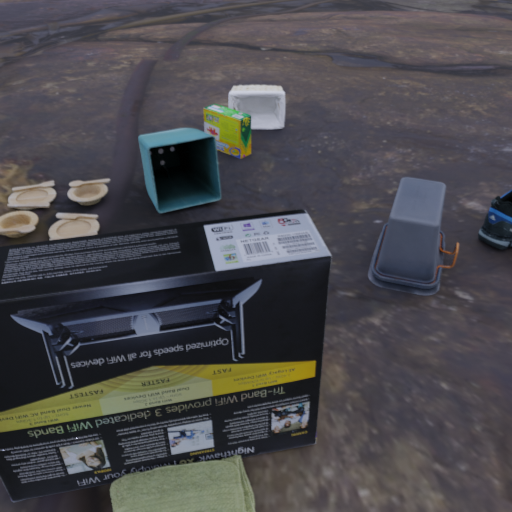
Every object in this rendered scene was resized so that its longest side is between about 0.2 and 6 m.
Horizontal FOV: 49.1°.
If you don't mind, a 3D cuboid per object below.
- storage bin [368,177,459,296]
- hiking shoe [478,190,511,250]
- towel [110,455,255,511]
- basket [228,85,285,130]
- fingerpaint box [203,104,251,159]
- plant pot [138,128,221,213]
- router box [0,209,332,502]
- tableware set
[{"bbox_3d":[3.117,-0.470,10.740,1.550,1.430,2.130,12,38,16],"label":"storage bin"},{"bbox_3d":[5.787,-0.989,11.720,2.563,1.111,0.954,-23,42,-29],"label":"hiking shoe"},{"bbox_3d":[-0.857,3.088,6.706,1.722,0.314,1.277,-7,37,-11],"label":"towel"},{"bbox_3d":[0.019,-4.436,16.581,1.633,1.107,1.007,0,33,0],"label":"basket"},{"bbox_3d":[-0.765,-3.357,15.049,1.327,1.107,0.487,25,42,31],"label":"fingerpaint box"},{"bbox_3d":[-1.960,-2.194,13.196,1.519,1.520,2.150,-15,29,-19],"label":"plant pot"},{"bbox_3d":[-1.233,1.259,6.781,4.058,3.191,1.060,-7,36,-10],"label":"router box"},{"bbox_3d":[-4.544,-1.040,12.479,2.319,0.322,2.776,-3,35,-4],"label":"tableware set"}]
